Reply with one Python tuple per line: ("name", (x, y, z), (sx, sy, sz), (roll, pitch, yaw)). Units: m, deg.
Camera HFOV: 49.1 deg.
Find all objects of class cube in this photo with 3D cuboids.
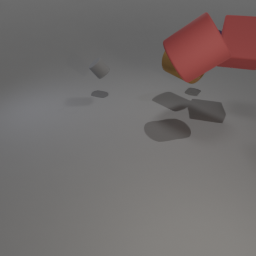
("cube", (3.908, -2.892, 9.636), (1.400, 1.400, 1.400), (10, 1, 14))

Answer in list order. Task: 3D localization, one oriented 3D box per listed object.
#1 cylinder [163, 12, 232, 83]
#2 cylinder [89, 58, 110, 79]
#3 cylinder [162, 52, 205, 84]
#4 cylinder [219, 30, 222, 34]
("cylinder", (1.926, -2.221, 7.850), (1.400, 1.400, 1.400), (-30, 24, 23))
("cylinder", (-1.313, -2.739, 12.857), (0.700, 0.700, 0.700), (-33, 30, 22))
("cylinder", (2.352, -2.723, 11.512), (1.400, 1.400, 1.400), (-25, 46, -34))
("cylinder", (3.644, -3.719, 11.764), (0.700, 0.700, 0.700), (16, 31, 24))
